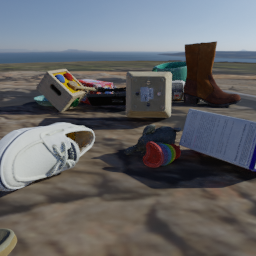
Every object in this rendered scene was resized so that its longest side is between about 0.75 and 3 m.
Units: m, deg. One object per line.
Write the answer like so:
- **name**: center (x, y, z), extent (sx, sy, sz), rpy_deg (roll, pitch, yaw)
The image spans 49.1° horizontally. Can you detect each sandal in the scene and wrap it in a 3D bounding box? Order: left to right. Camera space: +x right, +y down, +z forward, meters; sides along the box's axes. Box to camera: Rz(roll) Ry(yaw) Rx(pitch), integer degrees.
- **sandal**: center (-2.624, 1.388, 3.368), extent (2.424, 0.654, 0.973), rpy_deg (1, 16, 4)

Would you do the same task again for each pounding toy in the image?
- **pounding toy**: center (-2.451, -1.652, 11.936), extent (1.868, 1.328, 1.720), rpy_deg (44, 24, 2)

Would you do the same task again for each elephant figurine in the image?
- **elephant figurine**: center (0.594, 0.322, 6.876), extent (1.110, 0.861, 0.785), rpy_deg (-4, 19, -32)

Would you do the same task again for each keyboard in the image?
- **keyboard**: center (-0.472, -1.343, 11.702), extent (2.543, 0.262, 1.616), rpy_deg (-1, -20, 6)

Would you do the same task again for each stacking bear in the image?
- **stacking bear**: center (0.869, 0.587, 6.473), extent (0.930, 0.564, 0.529), rpy_deg (-7, 26, -46)

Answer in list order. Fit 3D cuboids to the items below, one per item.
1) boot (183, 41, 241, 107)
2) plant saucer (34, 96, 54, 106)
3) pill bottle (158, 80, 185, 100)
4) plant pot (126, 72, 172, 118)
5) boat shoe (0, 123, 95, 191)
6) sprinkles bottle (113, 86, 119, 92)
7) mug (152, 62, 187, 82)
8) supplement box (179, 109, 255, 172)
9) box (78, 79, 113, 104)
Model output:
- **boot**: center (3.817, -2.449, 12.639), extent (2.640, 2.804, 0.960), rpy_deg (10, 19, 31)
- **plant saucer**: center (-3.522, -1.291, 13.160), extent (1.693, 0.304, 1.693), rpy_deg (0, 16, 0)
- **pill bottle**: center (2.327, -1.889, 14.004), extent (1.699, 0.989, 0.989), rpy_deg (0, 16, -2)
- **plant pot**: center (0.728, -1.182, 9.837), extent (1.710, 1.708, 1.514), rpy_deg (1, 6, 4)
- **boat shoe**: center (-1.561, 0.491, 5.919), extent (1.047, 1.063, 2.999), rpy_deg (2, 10, 16)
- **sprinkles bottle**: center (-0.731, -2.370, 16.905), extent (0.271, 0.271, 0.794), rpy_deg (-6, 18, -21)
- **mug**: center (2.688, -3.066, 16.791), extent (1.973, 1.484, 2.401), rpy_deg (-11, 22, -7)
- **supplement box**: center (2.265, 0.249, 6.351), extent (0.964, 0.984, 1.904), rpy_deg (11, 4, -42)
- **box**: center (-1.738, -1.757, 13.498), extent (1.037, 0.993, 2.080), rpy_deg (-15, 22, -41)
